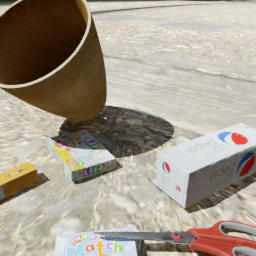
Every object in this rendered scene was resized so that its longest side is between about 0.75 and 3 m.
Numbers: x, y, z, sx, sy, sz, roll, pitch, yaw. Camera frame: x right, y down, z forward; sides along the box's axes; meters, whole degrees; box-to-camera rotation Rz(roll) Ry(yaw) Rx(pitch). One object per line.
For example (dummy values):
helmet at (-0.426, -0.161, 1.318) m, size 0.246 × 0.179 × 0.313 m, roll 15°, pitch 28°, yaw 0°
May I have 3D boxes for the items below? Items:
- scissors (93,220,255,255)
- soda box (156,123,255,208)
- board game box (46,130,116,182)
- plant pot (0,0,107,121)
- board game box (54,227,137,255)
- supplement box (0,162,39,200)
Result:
scissors at (0.887, 1.626, 4.269) m, size 2.702 × 0.188 × 0.988 m, roll 10°, pitch 29°, yaw 8°
soda box at (1.770, 0.643, 5.587) m, size 2.458 × 0.783 × 0.837 m, roll -16°, pitch 31°, yaw -30°
board game box at (-1.095, 0.555, 6.315) m, size 1.025 × 0.261 × 1.524 m, roll -13°, pitch 31°, yaw -30°
plant pot at (-1.621, -1.375, 6.985) m, size 2.617 × 2.808 × 2.617 m, roll -7°, pitch 64°, yaw 14°
board game box at (-0.409, 2.050, 3.671) m, size 1.178 × 0.285 × 1.557 m, roll -5°, pitch 29°, yaw -6°
supplement box at (-2.295, 1.060, 5.395) m, size 1.087 × 0.374 × 0.362 m, roll -26°, pitch 39°, yaw -36°
